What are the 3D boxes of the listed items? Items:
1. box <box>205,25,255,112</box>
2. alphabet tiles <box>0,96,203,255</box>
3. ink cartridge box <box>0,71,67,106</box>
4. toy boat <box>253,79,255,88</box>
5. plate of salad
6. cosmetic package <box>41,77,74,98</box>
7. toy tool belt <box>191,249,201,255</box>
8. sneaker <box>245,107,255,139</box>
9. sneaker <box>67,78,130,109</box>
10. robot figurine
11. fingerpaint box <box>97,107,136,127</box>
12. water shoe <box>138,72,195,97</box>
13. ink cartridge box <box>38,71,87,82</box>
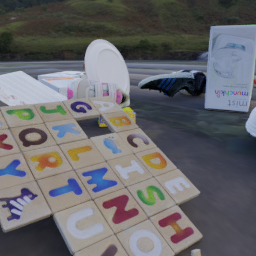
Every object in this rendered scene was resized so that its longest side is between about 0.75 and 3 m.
[{"bbox_3d":[3.634,-2.116,9.744,1.424,2.599,2.946,6,17,23],"label":"box"},{"bbox_3d":[-0.448,0.453,3.289,2.191,0.099,2.622,-11,45,-37],"label":"alphabet tiles"},{"bbox_3d":[-2.435,-0.534,6.643,1.881,0.556,2.350,31,22,-1],"label":"ink cartridge box"},{"bbox_3d":[6.786,-2.389,14.053,1.142,0.747,0.746,4,17,14],"label":"toy boat"},{"bbox_3d":[-0.704,-1.769,9.341,0.554,2.308,2.308,-11,8,34],"label":"plate of salad"},{"bbox_3d":[-2.058,-1.151,9.507,1.257,0.883,2.479,-9,19,-28],"label":"cosmetic package"},{"bbox_3d":[0.264,1.221,1.899,0.529,0.521,0.847,14,21,39],"label":"toy tool belt"},{"bbox_3d":[2.975,-0.144,4.791,1.073,1.254,2.879,12,11,-2],"label":"sneaker"},{"bbox_3d":[-0.618,-0.782,6.613,0.844,0.779,1.914,2,5,33],"label":"sneaker"},{"bbox_3d":[2.650,-1.911,11.932,1.053,1.268,1.688,-35,30,-20],"label":"robot figurine"},{"bbox_3d":[-0.340,-0.302,7.514,0.943,0.346,0.787,-4,16,-12],"label":"fingerpaint box"},{"bbox_3d":[1.518,-1.610,10.851,2.208,0.871,0.789,-9,-4,1],"label":"water shoe"},{"bbox_3d":[-2.593,-1.907,12.080,1.574,0.908,2.154,6,17,19],"label":"ink cartridge box"}]
